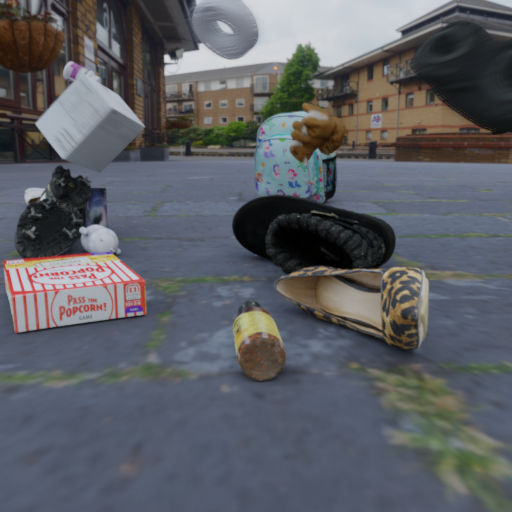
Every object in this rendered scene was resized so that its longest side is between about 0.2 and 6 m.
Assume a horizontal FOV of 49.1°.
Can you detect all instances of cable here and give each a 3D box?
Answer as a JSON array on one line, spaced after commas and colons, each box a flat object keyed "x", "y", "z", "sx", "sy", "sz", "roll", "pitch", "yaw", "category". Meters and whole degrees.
[{"x": -0.477, "y": -3.586, "z": 8.773, "sx": 1.073, "sy": 0.371, "sz": 1.073, "roll": 39, "pitch": -27, "yaw": -22, "category": "cable"}]

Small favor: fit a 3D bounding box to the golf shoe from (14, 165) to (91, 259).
[{"x": -3.999, "y": -0.552, "z": 10.886, "sx": 1.099, "sy": 1.335, "sz": 2.826, "roll": 32, "pitch": 29, "yaw": -17, "category": "golf shoe"}]

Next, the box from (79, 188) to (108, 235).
[{"x": -3.856, "y": -1.011, "z": 12.578, "sx": 0.621, "sy": 1.007, "sz": 0.999, "roll": 4, "pitch": 12, "yaw": 16, "category": "box"}]

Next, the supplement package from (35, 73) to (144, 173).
[{"x": -3.431, "y": -2.724, "z": 11.689, "sx": 1.071, "sy": 1.456, "sz": 1.392, "roll": 50, "pitch": 10, "yaw": 13, "category": "supplement package"}]

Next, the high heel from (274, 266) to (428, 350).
[{"x": 0.909, "y": 0.483, "z": 5.959, "sx": 1.668, "sy": 0.836, "sz": 2.341, "roll": 5, "pitch": 0, "yaw": 9, "category": "high heel"}]

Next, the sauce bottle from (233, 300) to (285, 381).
[{"x": -0.005, "y": 0.786, "z": 5.624, "sx": 0.466, "sy": 0.466, "sz": 1.411, "roll": -1, "pitch": 10, "yaw": -5, "category": "sauce bottle"}]

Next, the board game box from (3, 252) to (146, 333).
[{"x": -2.427, "y": 0.401, "z": 7.313, "sx": 1.507, "sy": 0.461, "sz": 1.989, "roll": -6, "pitch": 14, "yaw": -26, "category": "board game box"}]

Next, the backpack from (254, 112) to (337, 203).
[{"x": 1.225, "y": -3.175, "z": 18.120, "sx": 2.589, "sy": 2.917, "sz": 2.196, "roll": 8, "pitch": 15, "yaw": 29, "category": "backpack"}]

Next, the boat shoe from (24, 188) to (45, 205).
[{"x": -6.320, "y": -1.799, "z": 17.588, "sx": 1.765, "sy": 0.626, "sz": 0.616, "roll": -2, "pitch": 39, "yaw": -27, "category": "boat shoe"}]

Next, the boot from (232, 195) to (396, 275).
[{"x": 0.549, "y": -0.264, "z": 8.775, "sx": 3.039, "sy": 1.143, "sz": 2.272, "roll": 7, "pitch": 14, "yaw": 27, "category": "boot"}]

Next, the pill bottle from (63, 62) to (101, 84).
[{"x": -3.810, "y": -3.923, "z": 12.297, "sx": 0.732, "sy": 0.411, "sz": 0.411, "roll": 26, "pitch": 13, "yaw": 0, "category": "pill bottle"}]

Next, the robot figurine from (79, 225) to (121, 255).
[{"x": -2.860, "y": -0.266, "z": 10.226, "sx": 0.819, "sy": 0.545, "sz": 0.966, "roll": 33, "pitch": -8, "yaw": -33, "category": "robot figurine"}]

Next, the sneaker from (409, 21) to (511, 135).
[{"x": 3.361, "y": -2.170, "z": 7.398, "sx": 1.399, "sy": 1.171, "sz": 3.083, "roll": 40, "pitch": 13, "yaw": -34, "category": "sneaker"}]

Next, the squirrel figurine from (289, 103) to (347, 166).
[{"x": 1.278, "y": -2.431, "z": 11.785, "sx": 1.207, "sy": 1.126, "sz": 0.854, "roll": 11, "pitch": 39, "yaw": -12, "category": "squirrel figurine"}]
